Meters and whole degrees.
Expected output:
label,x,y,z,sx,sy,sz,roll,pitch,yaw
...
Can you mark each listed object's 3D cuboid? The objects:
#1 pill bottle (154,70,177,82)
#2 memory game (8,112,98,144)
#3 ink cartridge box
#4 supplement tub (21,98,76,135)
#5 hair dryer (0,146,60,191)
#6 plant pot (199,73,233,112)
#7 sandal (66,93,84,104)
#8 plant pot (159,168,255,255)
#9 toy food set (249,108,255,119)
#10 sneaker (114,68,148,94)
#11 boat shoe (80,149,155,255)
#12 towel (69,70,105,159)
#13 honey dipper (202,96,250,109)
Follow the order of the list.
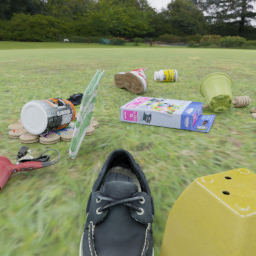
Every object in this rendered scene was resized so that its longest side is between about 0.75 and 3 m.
label,x,y,z,sx,sy,sz,roll,pitch,yaw
pill bottle,2.224,-3.092,16.620,1.269,0.706,0.706,-3,20,-7
memory game,-2.344,-0.086,8.900,2.823,0.180,2.823,0,20,0
ink cartridge box,1.409,-0.540,9.633,2.946,0.618,1.758,10,22,22
supplement tub,-2.281,-0.387,8.295,0.967,0.967,1.577,7,12,19
hair dryer,-2.306,0.774,5.872,1.198,0.427,1.573,3,30,26
plant pot,3.375,-1.245,10.472,1.249,1.249,1.148,1,41,4
sandal,-2.312,-1.339,12.148,0.661,0.372,1.737,0,19,0
plant pot,1.255,1.272,3.302,1.330,1.361,1.321,-9,21,-21
toy food set,4.880,-0.567,10.242,0.760,0.188,1.195,4,20,11
sneaker,0.610,-2.458,14.299,1.670,1.058,2.969,-13,21,-24
boat shoe,-0.120,1.144,4.268,1.063,0.943,2.843,2,20,5
towel,-1.004,-0.336,6.773,0.222,1.894,1.444,20,35,-3
honey dipper,3.695,-0.948,11.003,2.317,0.440,0.440,-7,21,-15
